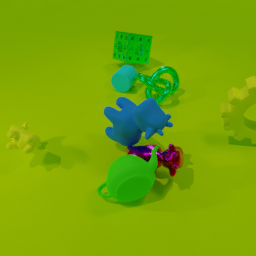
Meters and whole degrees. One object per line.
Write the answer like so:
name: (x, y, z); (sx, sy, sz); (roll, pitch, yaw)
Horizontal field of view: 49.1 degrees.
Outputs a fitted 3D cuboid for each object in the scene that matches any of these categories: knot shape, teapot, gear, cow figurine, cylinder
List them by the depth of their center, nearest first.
teapot: (0.054, 0.948, 5.765); (1.629, 1.013, 0.798); (-34, 42, 5)
cow figurine: (0.558, 0.660, 6.169); (1.262, 0.693, 1.242); (-3, 3, -7)
cow figurine: (0.201, -0.057, 6.394); (1.584, 1.610, 0.884); (33, 54, 24)
cow figurine: (-2.419, 0.229, 6.585); (0.987, 0.542, 0.971); (15, 14, 12)
gear: (3.222, -0.390, 6.599); (1.954, 1.954, 0.361); (5, 48, 6)
knot shape: (1.064, -1.445, 9.037); (1.358, 0.671, 1.451); (-23, 58, -17)
cylinder: (-0.111, -1.678, 9.533); (0.711, 0.711, 0.711); (15, 40, 19)

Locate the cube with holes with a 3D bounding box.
cube with holes: (0.152, -3.088, 10.752); (1.043, 1.043, 1.043); (-4, 22, -32)
